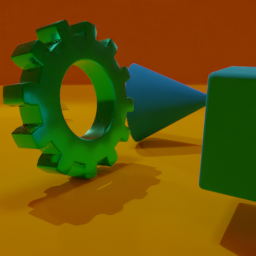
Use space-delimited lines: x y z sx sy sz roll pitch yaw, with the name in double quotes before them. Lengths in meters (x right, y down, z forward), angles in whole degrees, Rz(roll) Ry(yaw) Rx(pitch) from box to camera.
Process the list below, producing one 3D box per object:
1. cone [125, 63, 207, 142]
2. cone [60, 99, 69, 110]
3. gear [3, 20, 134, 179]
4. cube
"cone" 0.909 -0.514 5.406 1.568 1.562 1.562 -1 9 16
"cone" -2.340 -0.777 9.234 0.882 0.879 0.879 25 9 -3
"gear" -0.601 -0.346 3.584 0.353 1.908 1.908 0 8 35
"cube" 1.182 0.006 2.294 0.927 0.927 0.927 9 18 27
